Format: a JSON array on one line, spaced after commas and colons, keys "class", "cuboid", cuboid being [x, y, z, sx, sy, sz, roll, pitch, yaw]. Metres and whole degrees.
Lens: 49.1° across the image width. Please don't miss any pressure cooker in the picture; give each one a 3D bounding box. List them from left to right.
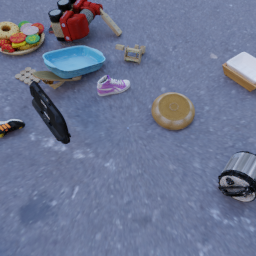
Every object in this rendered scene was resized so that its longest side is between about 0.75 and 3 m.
[{"class": "pressure cooker", "cuboid": [3.171, 1.418, 7.813, 1.145, 1.127, 1.281, 28, 54, 24]}]

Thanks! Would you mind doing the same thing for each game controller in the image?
[{"class": "game controller", "cuboid": [-2.249, -0.467, 8.034, 0.445, 1.103, 2.115, -22, 51, -31]}]

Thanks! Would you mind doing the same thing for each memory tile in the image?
[{"class": "memory tile", "cuboid": [-3.908, -2.058, 11.190, 1.029, 0.086, 0.788, 28, 57, 21]}]

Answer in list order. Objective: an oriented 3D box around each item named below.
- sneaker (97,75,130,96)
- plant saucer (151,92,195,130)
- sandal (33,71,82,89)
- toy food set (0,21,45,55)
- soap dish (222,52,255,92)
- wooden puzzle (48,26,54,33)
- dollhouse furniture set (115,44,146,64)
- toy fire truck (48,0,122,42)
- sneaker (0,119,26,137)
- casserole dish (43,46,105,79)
[{"class": "sneaker", "cuboid": [-0.517, -1.679, 10.477, 1.318, 0.751, 0.478, -20, 53, -17]}, {"class": "plant saucer", "cuboid": [1.580, -0.673, 9.720, 1.528, 0.271, 1.528, -1, 63, 1]}, {"class": "sandal", "cuboid": [-2.677, -1.768, 10.682, 1.924, 0.633, 0.705, -12, 44, -38]}, {"class": "toy food set", "cuboid": [-4.814, -4.065, 12.460, 2.239, 0.550, 2.263, -13, 53, -10]}, {"class": "soap dish", "cuboid": [4.665, -2.187, 10.933, 1.253, 0.647, 1.593, -31, 58, -22]}, {"class": "wooden puzzle", "cuboid": [-2.971, -4.957, 13.407, 1.329, 0.157, 2.240, 6, 53, 5]}, {"class": "dollhouse furniture set", "cuboid": [0.102, -3.210, 11.934, 1.088, 0.605, 0.962, 15, 29, 12]}, {"class": "toy fire truck", "cuboid": [-1.758, -4.698, 12.413, 2.634, 1.695, 2.319, 9, 52, 15]}, {"class": "sneaker", "cuboid": [-4.070, 0.065, 9.344, 1.282, 0.448, 0.577, -4, 59, 2]}, {"class": "casserole dish", "cuboid": [-2.085, -2.583, 10.996, 1.575, 0.505, 2.601, 37, 44, 25]}]
